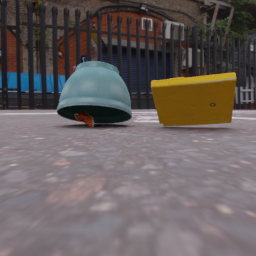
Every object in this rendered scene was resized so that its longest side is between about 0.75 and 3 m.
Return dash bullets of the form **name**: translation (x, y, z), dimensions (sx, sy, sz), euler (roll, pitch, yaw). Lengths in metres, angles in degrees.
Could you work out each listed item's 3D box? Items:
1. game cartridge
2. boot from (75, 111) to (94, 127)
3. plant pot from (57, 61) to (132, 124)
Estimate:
- **game cartridge**: translation (1.724, -0.677, 7.373), dimensions (2.003, 0.325, 1.766), euler (-2, -35, 14)
- **boot**: translation (-1.288, -0.248, 8.307), dimensions (0.432, 0.303, 0.807), euler (-8, 30, -32)
- **plant pot**: translation (-0.975, -1.100, 8.599), dimensions (2.250, 1.508, 2.250), euler (2, -11, 0)
